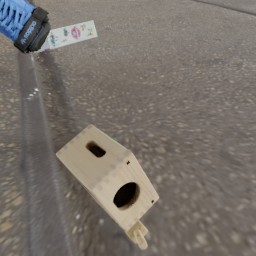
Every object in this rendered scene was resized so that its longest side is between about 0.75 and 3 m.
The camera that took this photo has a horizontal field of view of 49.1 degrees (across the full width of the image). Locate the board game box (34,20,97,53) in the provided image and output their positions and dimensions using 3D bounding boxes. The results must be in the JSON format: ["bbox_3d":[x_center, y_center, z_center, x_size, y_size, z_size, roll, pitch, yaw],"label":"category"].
[{"bbox_3d":[-2.154,-3.055,9.360,1.810,0.582,1.335,-29,26,-32],"label":"board game box"}]

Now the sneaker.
[{"bbox_3d":[-2.386,-2.309,5.656,1.590,1.097,2.858,36,5,-11],"label":"sneaker"}]

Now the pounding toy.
[{"bbox_3d":[0.003,0.722,3.042,0.592,1.294,1.136,-42,40,-15],"label":"pounding toy"}]
